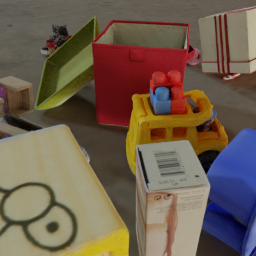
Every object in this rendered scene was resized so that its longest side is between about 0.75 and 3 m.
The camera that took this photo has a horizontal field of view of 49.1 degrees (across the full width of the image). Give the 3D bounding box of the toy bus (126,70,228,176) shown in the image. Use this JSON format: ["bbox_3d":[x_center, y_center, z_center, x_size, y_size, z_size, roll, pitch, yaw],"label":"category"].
[{"bbox_3d":[1.271,-0.181,6.868,2.572,2.469,1.745,-3,34,-7],"label":"toy bus"}]

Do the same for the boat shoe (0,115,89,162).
[{"bbox_3d":[-2.259,0.376,7.357,2.706,0.868,0.997,21,40,19],"label":"boat shoe"}]

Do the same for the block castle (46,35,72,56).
[{"bbox_3d":[-2.603,-3.635,12.896,1.551,1.089,2.321,-24,42,-30],"label":"block castle"}]

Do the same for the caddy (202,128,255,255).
[{"bbox_3d":[2.545,1.205,5.414,1.414,1.905,2.694,22,41,37],"label":"caddy"}]

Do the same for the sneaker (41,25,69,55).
[{"bbox_3d":[-3.670,-4.479,13.991,0.791,1.192,2.096,15,38,20],"label":"sneaker"}]

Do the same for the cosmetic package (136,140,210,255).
[{"bbox_3d":[0.647,1.414,4.838,0.951,2.179,1.126,-6,34,-5],"label":"cosmetic package"}]

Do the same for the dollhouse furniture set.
[{"bbox_3d":[-3.600,0.494,5.648,1.889,2.733,2.895,16,27,22],"label":"dollhouse furniture set"}]

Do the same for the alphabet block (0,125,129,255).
[{"bbox_3d":[-1.518,1.721,4.235,2.358,2.371,2.414,-17,39,-20],"label":"alphabet block"}]

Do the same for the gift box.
[{"bbox_3d":[4.469,-3.478,11.521,2.544,2.575,2.757,-22,21,-26],"label":"gift box"}]

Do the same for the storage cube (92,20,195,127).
[{"bbox_3d":[0.505,-1.720,8.869,2.928,2.632,2.503,7,36,8],"label":"storage cube"}]

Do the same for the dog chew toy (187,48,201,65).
[{"bbox_3d":[2.717,-3.301,12.805,1.192,0.742,0.742,18,38,37],"label":"dog chew toy"}]

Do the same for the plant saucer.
[{"bbox_3d":[-1.924,-2.124,9.790,2.857,0.685,2.861,-31,42,27],"label":"plant saucer"}]
